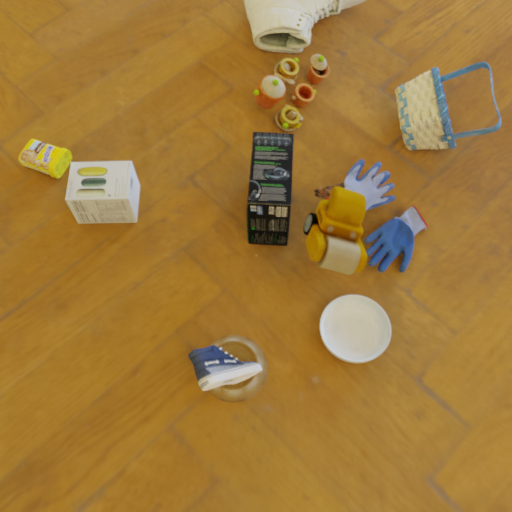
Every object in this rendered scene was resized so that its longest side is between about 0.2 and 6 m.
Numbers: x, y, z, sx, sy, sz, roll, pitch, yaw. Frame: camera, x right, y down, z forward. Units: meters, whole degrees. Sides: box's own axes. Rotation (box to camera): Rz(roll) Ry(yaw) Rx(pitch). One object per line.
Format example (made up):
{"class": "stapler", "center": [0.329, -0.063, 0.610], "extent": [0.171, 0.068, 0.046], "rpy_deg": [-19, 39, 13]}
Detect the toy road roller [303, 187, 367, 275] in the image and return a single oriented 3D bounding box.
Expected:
{"class": "toy road roller", "center": [1.482, -0.515, 9.903], "extent": [0.939, 1.116, 1.529], "rpy_deg": [14, 33, -13]}

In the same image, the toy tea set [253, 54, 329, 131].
{"class": "toy tea set", "center": [0.926, -4.132, 13.305], "extent": [1.357, 0.844, 2.282], "rpy_deg": [34, 66, -6]}

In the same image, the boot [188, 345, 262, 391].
{"class": "boot", "center": [-0.515, 1.888, 9.913], "extent": [0.556, 1.528, 0.690], "rpy_deg": [-37, 67, 28]}

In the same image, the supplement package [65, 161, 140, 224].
{"class": "supplement package", "center": [-3.248, -1.352, 11.993], "extent": [1.295, 0.976, 0.983], "rpy_deg": [-1, 63, -1]}

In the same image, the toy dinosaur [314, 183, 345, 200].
{"class": "toy dinosaur", "center": [1.985, -1.370, 11.986], "extent": [1.492, 1.011, 0.640], "rpy_deg": [-33, 67, -15]}

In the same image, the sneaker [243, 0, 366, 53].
{"class": "sneaker", "center": [1.462, -6.150, 14.405], "extent": [3.399, 1.252, 1.964], "rpy_deg": [-9, 69, 1]}

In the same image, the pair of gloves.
{"class": "pair of gloves", "center": [2.572, -0.812, 11.699], "extent": [1.934, 0.274, 2.406], "rpy_deg": [-37, 93, -29]}

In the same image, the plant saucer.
{"class": "plant saucer", "center": [-0.441, 2.104, 10.661], "extent": [1.321, 0.234, 1.321], "rpy_deg": [0, 63, 0]}

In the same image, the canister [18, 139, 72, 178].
{"class": "canister", "center": [-4.811, -2.229, 12.764], "extent": [0.955, 0.413, 0.709], "rpy_deg": [19, 65, 11]}

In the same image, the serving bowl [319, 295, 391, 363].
{"class": "serving bowl", "center": [1.894, 1.459, 10.867], "extent": [1.363, 0.448, 1.363], "rpy_deg": [0, 64, 0]}

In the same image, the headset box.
{"class": "headset box", "center": [0.301, -1.424, 11.650], "extent": [0.877, 1.646, 1.891], "rpy_deg": [3, 63, 2]}

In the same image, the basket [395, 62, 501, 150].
{"class": "basket", "center": [4.292, -3.373, 12.630], "extent": [2.091, 1.455, 1.844], "rpy_deg": [-12, 60, 28]}
